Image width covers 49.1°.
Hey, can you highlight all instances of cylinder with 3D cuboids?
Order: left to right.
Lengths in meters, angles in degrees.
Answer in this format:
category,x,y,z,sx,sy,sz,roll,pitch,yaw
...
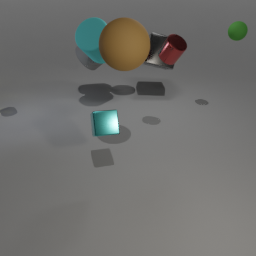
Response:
category,x,y,z,sx,sy,sz,roll,pitch,yaw
cylinder,-1.544,-3.712,13.360,1.400,1.400,1.400,-32,17,27
cylinder,-1.240,-3.536,11.458,1.400,1.400,1.400,10,-5,17
cylinder,1.432,-2.533,9.044,0.700,0.700,0.700,11,59,-19

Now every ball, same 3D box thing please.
category,x,y,z,sx,sy,sz,roll,pitch,yaw
ball,-0.097,-2.263,7.634,1.400,1.400,1.400,0,29,0
ball,4.123,-3.646,10.532,0.700,0.700,0.700,0,29,0

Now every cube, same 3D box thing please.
category,x,y,z,sx,sy,sz,roll,pitch,yaw
cube,-0.681,-0.130,8.102,0.700,0.700,0.700,-6,-1,-13
cube,1.530,-3.664,13.528,1.400,1.400,1.400,12,10,-9
